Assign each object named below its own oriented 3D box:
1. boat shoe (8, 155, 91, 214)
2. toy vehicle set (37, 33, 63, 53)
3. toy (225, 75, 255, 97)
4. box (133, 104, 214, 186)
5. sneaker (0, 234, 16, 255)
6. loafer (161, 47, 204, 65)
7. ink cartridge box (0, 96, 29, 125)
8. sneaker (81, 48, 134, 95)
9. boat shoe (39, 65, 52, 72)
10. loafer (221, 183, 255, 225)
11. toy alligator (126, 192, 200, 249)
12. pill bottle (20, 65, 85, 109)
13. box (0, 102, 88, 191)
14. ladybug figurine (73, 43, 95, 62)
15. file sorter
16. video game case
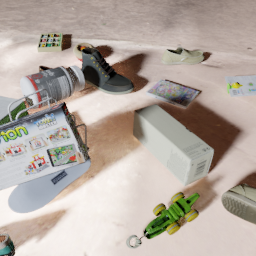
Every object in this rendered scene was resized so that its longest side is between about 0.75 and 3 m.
[{"bbox_3d":[-2.129,1.548,7.964,2.515,0.822,0.925,-29,86,-8],"label":"boat shoe"},{"bbox_3d":[-4.467,-4.976,16.226,1.303,0.278,2.096,-5,40,-6],"label":"toy vehicle set"},{"bbox_3d":[5.594,-1.661,11.975,2.665,0.629,1.535,1,43,5],"label":"toy"},{"bbox_3d":[1.305,0.434,8.912,0.964,1.159,2.820,-19,43,-26],"label":"box"},{"bbox_3d":[-3.308,2.901,6.603,1.432,0.572,0.511,-12,20,19],"label":"sneaker"},{"bbox_3d":[2.847,-3.715,14.301,2.315,0.790,0.876,-9,41,-11],"label":"loafer"},{"bbox_3d":[-5.030,0.034,9.685,1.552,0.886,2.989,12,41,18],"label":"ink cartridge box"},{"bbox_3d":[-1.005,-2.483,12.263,2.819,1.497,1.054,22,44,24],"label":"sneaker"},{"bbox_3d":[-3.618,-2.599,13.208,1.404,0.494,0.494,15,40,16],"label":"boat shoe"},{"bbox_3d":[3.752,2.148,7.094,2.627,0.994,0.897,27,53,29],"label":"loafer"},{"bbox_3d":[0.929,2.390,7.196,2.297,0.552,0.761,-27,56,-17],"label":"toy alligator"},{"bbox_3d":[-2.984,-1.715,11.285,2.290,1.327,1.327,-26,46,-32],"label":"pill bottle"},{"bbox_3d":[-2.655,0.560,7.194,2.881,1.586,0.500,-19,18,5],"label":"box"},{"bbox_3d":[-2.255,-3.908,14.668,1.164,0.617,1.715,-7,40,-9],"label":"ladybug figurine"},{"bbox_3d":[-2.580,0.033,9.097,1.587,1.424,2.287,-32,58,-32],"label":"file sorter"},{"bbox_3d":[1.926,-1.511,12.141,1.902,0.171,1.362,23,45,25],"label":"video game case"}]
